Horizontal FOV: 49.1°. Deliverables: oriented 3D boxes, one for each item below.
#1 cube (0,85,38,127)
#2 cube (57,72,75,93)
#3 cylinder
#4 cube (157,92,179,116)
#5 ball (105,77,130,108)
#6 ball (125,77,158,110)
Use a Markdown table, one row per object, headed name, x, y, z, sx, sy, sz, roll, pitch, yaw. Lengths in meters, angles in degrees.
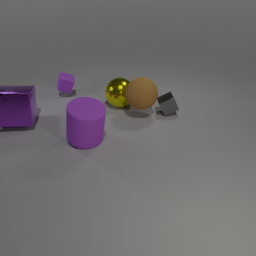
| name | x | y | z | sx | sy | sz | roll | pitch | yaw |
| --- | --- | --- | --- | --- | --- | --- | --- | --- | --- |
| cube | -4.594 | -0.919 | 11.510 | 1.400 | 1.400 | 1.400 | -2 | 21 | -8 |
| cube | -3.126 | -2.274 | 14.048 | 0.700 | 0.700 | 0.700 | 11 | 35 | -23 |
| cylinder | -1.558 | -0.197 | 10.299 | 1.400 | 1.400 | 1.400 | 6 | 39 | -5 |
| cube | 1.777 | -1.084 | 12.528 | 0.700 | 0.700 | 0.700 | -25 | 27 | 10 |
| ball | -0.371 | -1.651 | 13.080 | 1.400 | 1.400 | 1.400 | 0 | 30 | 0 |
| ball | 0.586 | -1.475 | 12.022 | 1.400 | 1.400 | 1.400 | 0 | 30 | 0 |
